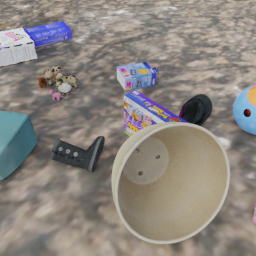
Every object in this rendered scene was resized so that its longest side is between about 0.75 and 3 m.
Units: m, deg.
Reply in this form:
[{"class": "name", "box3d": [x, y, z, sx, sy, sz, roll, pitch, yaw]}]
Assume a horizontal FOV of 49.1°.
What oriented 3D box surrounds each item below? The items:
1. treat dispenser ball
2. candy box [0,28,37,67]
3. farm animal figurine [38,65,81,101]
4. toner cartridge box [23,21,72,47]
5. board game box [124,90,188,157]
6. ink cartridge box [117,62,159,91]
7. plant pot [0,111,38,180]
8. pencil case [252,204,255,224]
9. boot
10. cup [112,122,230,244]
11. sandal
[{"class": "treat dispenser ball", "box3d": [3.754, -0.519, 7.948, 1.441, 1.441, 1.441, 0, 40, 0]}, {"class": "candy box", "box3d": [-5.262, -3.397, 11.874, 2.248, 0.804, 1.885, -21, 44, -24]}, {"class": "farm animal figurine", "box3d": [-2.499, -1.706, 9.889, 1.182, 0.736, 1.463, -32, 49, -33]}, {"class": "toner cartridge box", "box3d": [-3.811, -4.474, 13.336, 2.064, 0.446, 0.981, -23, 55, -25]}, {"class": "board game box", "box3d": [0.670, 0.008, 7.372, 0.433, 1.302, 1.936, -29, 47, -30]}, {"class": "ink cartridge box", "box3d": [0.405, -1.944, 10.348, 1.440, 0.550, 0.982, -12, 41, -17]}, {"class": "plant pot", "box3d": [-3.193, 0.479, 7.078, 1.064, 1.064, 1.506, 8, 47, 10]}, {"class": "pencil case", "box3d": [2.925, 1.720, 6.034, 0.379, 0.379, 0.866, 19, 43, 21]}, {"class": "boot", "box3d": [-1.303, 0.514, 7.220, 1.203, 0.395, 0.992, 14, 70, 16]}, {"class": "cup", "box3d": [0.637, 0.904, 5.859, 2.333, 2.333, 1.669, -13, 14, -15]}, {"class": "sandal", "box3d": [1.815, -0.363, 8.157, 0.833, 0.531, 2.217, 23, 55, 29]}]
